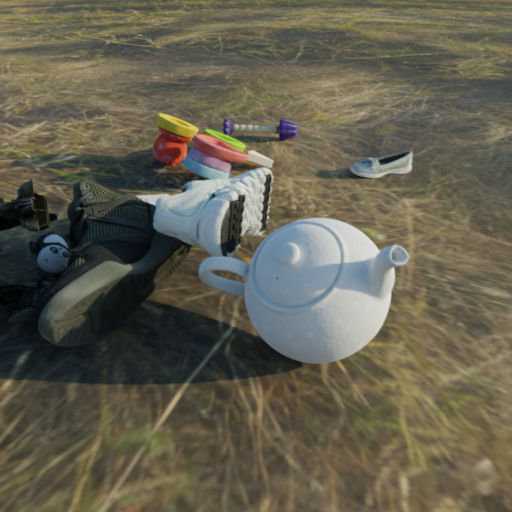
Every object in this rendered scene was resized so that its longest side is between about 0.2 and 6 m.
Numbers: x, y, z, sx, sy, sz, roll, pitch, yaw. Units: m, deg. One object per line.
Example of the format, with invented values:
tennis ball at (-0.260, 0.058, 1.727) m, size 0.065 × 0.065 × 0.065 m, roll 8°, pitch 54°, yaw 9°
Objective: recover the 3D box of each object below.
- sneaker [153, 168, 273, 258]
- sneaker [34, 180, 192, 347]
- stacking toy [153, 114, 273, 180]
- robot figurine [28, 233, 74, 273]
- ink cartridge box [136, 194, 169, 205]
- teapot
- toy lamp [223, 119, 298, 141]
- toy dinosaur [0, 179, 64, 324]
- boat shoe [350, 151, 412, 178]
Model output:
sneaker at (-0.536, -0.818, 8.780) m, size 1.256 × 1.164 × 3.099 m, roll 9°, pitch 15°, yaw 15°
sneaker at (-2.386, -0.012, 8.138) m, size 1.906 × 1.272 × 3.328 m, roll 28°, pitch 34°, yaw 7°
stacking toy at (-1.085, -2.254, 13.033) m, size 2.255 × 1.052 × 2.491 m, roll 7°, pitch 23°, yaw -44°
robot figurine at (-3.402, -0.071, 9.360) m, size 0.630 × 0.523 × 0.838 m, roll -19°, pitch 35°, yaw -14°
ink cartridge box at (-2.337, -0.659, 10.243) m, size 1.645 × 0.558 × 0.947 m, roll -6°, pitch 32°, yaw -17°
teapot at (0.609, 0.292, 7.140) m, size 2.086 × 1.523 × 2.059 m, roll -42°, pitch 52°, yaw 2°
toy lamp at (0.119, -3.317, 14.690) m, size 1.938 × 0.564 × 0.564 m, roll 2°, pitch 31°, yaw 5°
toy dinosaur at (-4.230, 0.050, 7.725) m, size 2.767 × 2.082 × 4.077 m, roll -8°, pitch 32°, yaw -7°
boat shoe at (2.852, -2.094, 12.731) m, size 1.466 × 0.470 × 0.540 m, roll -6°, pitch 32°, yaw -10°
